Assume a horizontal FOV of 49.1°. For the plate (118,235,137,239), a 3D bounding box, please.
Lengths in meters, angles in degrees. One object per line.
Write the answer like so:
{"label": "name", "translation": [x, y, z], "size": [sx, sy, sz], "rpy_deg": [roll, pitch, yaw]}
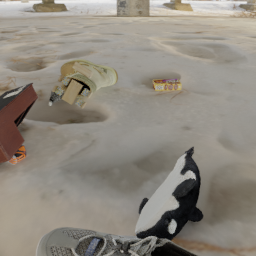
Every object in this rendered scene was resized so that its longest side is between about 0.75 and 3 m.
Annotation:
{"label": "plate", "translation": [-0.326, 2.189, 4.576], "size": [1.003, 0.162, 1.005], "rpy_deg": [2, 29, 3]}

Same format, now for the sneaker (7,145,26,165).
{"label": "sneaker", "translation": [-3.129, 0.635, 7.504], "size": [0.991, 0.384, 0.555], "rpy_deg": [25, 31, 22]}

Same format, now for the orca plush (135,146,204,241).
{"label": "orca plush", "translation": [1.042, 1.488, 5.638], "size": [1.416, 0.957, 2.692], "rpy_deg": [-39, 3, 22]}

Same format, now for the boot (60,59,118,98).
{"label": "boot", "translation": [-2.232, -2.175, 12.224], "size": [2.956, 1.065, 2.286], "rpy_deg": [15, 31, 23]}

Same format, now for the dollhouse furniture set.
{"label": "dollhouse furniture set", "translation": [-1.462, -1.211, 7.834], "size": [0.980, 1.119, 0.743], "rpy_deg": [31, 6, -5]}

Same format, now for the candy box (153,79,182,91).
{"label": "candy box", "translation": [1.742, -1.930, 12.513], "size": [1.182, 0.334, 0.689], "rpy_deg": [-3, 28, -3]}

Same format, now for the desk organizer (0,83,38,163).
{"label": "desk organizer", "translation": [-3.417, -0.188, 7.940], "size": [1.043, 1.119, 2.907], "rpy_deg": [-16, 25, 12]}

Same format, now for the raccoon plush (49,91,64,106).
{"label": "raccoon plush", "translation": [-2.759, -1.112, 11.040], "size": [0.602, 0.435, 0.898], "rpy_deg": [9, 53, -11]}

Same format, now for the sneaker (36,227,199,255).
{"label": "sneaker", "translation": [0.095, 1.825, 3.905], "size": [2.845, 1.167, 1.063], "rpy_deg": [11, 31, 8]}
